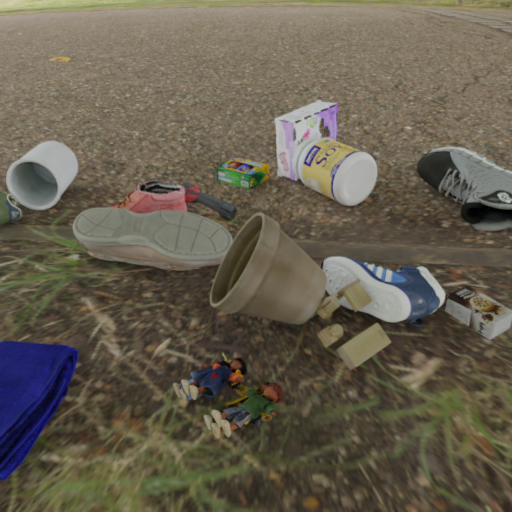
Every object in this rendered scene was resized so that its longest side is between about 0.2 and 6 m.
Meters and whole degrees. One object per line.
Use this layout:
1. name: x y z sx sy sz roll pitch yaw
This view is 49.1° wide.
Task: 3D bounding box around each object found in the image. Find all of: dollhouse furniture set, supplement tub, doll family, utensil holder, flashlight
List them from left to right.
1. utensil holder: -5.256 -2.041 13.901 1.302 1.302 1.532 0 29 1
2. flashlight: -1.142 -1.259 13.240 1.454 0.494 0.492 26 34 14
3. doll family: -0.341 1.905 7.994 1.155 0.784 1.999 -25 37 -27
4. supplement tub: 1.919 -2.162 14.000 1.359 1.359 1.869 -21 37 -30
5. dollhouse furniture set: 1.469 1.282 9.505 1.120 0.960 1.178 -25 74 -34

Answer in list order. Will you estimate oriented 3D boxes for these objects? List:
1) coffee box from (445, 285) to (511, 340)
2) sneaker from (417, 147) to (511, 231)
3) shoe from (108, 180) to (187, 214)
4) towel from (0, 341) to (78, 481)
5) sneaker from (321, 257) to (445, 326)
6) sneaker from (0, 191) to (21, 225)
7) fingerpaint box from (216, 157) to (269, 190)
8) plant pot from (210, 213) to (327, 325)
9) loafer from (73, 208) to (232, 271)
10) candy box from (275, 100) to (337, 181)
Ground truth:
1. coffee box: 3.897 0.973 9.829 0.554 0.391 0.980 -20 37 -29
2. sneaker: 4.974 -1.552 13.185 3.302 1.239 1.907 27 43 35
3. shoe: -2.732 -1.099 12.499 2.448 1.114 0.875 2 32 4
4. towel: -4.505 2.032 7.837 3.360 0.832 2.481 5 25 9
5. sneaker: 2.390 0.526 10.292 1.544 0.850 2.109 -10 25 -36
6. sneaker: -6.139 -1.234 13.273 0.848 0.633 1.889 -13 34 -32
7. fingerpaint box: -0.353 -2.235 15.027 1.109 0.407 0.925 19 37 28
8. plant pot: 0.297 0.374 9.469 1.524 1.756 1.756 27 28 -16
9. loafer: -2.029 -0.266 11.306 3.191 1.003 1.147 8 54 5
10. candy box: 1.381 -3.131 15.127 0.687 1.611 1.921 22 40 36
